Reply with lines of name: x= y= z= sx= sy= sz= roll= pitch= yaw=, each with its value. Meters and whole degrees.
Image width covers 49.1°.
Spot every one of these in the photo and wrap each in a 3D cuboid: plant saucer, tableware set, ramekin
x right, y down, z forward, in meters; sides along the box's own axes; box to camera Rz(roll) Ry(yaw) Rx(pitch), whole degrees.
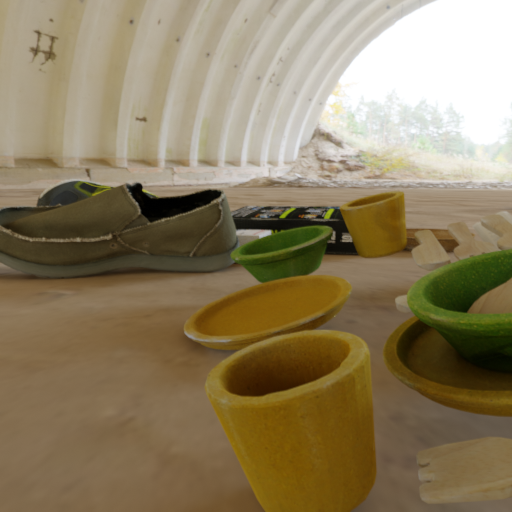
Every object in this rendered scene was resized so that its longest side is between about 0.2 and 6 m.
plant saucer: x=2.951 y=-0.263 z=9.642 sx=1.531 sy=0.271 sz=1.531 roll=0 pitch=8 yaw=0
tableware set: x=0.721 y=0.121 z=3.876 sx=2.916 sy=0.664 sz=4.329 roll=-12 pitch=12 yaw=13
ramekin: x=3.026 y=-0.159 z=6.745 sx=0.424 sy=0.807 sz=0.807 roll=-38 pitch=-5 yaw=20

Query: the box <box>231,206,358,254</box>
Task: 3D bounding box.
box: x=0.838 y=-0.534 z=10.186 sx=2.670 sy=0.657 sz=2.765 roll=4 pitch=10 yaw=10

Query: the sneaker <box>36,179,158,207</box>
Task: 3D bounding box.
sneaker: x=-3.143 y=-1.086 z=12.173 sx=1.316 sy=1.158 sz=3.109 roll=8 pitch=12 yaw=44

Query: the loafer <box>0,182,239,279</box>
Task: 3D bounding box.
loafer: x=-1.791 y=-0.477 z=7.177 sx=3.221 sy=1.122 sz=1.211 roll=-1 pitch=31 yaw=-14

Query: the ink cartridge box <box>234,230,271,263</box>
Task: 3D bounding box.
ink cartridge box: x=-0.350 y=-0.150 z=8.332 sx=1.031 sy=0.443 sz=0.755 roll=1 pitch=8 yaw=15
